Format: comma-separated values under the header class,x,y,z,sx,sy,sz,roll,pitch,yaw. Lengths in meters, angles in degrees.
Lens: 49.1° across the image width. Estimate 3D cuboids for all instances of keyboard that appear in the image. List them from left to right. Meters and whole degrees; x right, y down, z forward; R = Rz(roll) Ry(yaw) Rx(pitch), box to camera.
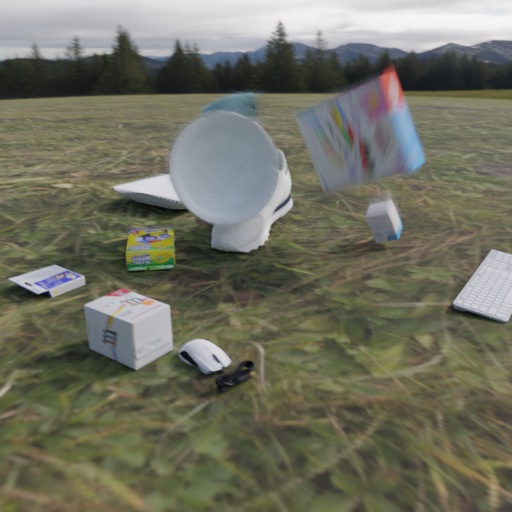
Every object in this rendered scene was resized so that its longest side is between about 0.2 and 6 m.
class,x,y,z,sx,sy,sz,roll,pitch,yaw
keyboard,4.366,0.466,10.095,0.854,0.162,3.035,13,25,30

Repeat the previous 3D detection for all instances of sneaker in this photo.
class,x,y,z,sx,sy,sz,roll,pitch,yaw
sneaker,-0.122,-1.236,12.612,1.275,1.344,3.338,12,35,16

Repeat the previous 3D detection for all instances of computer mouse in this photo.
class,x,y,z,sx,sy,sz,roll,pitch,yaw
computer mouse,-0.610,1.382,7.508,0.680,0.272,1.240,-20,29,-40

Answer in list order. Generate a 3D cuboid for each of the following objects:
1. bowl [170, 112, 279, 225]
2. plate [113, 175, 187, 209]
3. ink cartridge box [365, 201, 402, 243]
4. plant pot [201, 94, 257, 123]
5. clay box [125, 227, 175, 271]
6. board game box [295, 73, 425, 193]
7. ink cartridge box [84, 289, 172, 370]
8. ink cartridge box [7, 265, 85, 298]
class,x,y,z,sx,sy,sz,roll,pitch,yaw
bowl,-0.698,-1.742,11.425,2.191,2.191,0.985,-5,5,-12
plate,-2.228,-1.739,15.431,2.455,0.397,2.450,13,21,28
ink cartridge box,2.749,-0.730,12.064,0.514,0.701,0.512,-11,31,34
plant pot,-0.641,-2.841,12.479,1.052,1.570,1.570,6,21,9
clay box,-2.137,-0.154,11.399,0.937,0.388,1.631,-4,20,-8
board game box,2.022,-2.385,11.302,0.478,1.812,2.368,-30,13,-36
ink cartridge box,-1.778,1.006,7.860,1.003,0.726,0.729,14,25,33
ink cartridge box,-3.739,0.478,10.003,0.949,0.226,0.961,17,28,34
